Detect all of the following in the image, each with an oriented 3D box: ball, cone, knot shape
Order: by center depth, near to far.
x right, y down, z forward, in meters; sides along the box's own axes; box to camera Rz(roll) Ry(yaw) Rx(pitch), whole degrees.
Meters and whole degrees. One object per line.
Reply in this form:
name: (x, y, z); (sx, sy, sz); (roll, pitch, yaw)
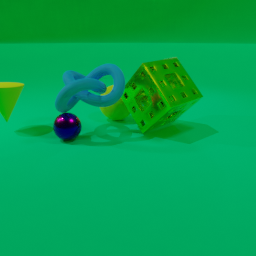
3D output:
ball: (-1.561, -0.038, 7.223); (0.724, 0.724, 0.724); (0, 19, 0)
knot shape: (-0.920, -1.067, 7.271); (1.767, 0.872, 1.888); (-6, 28, 16)
cone: (-3.397, -0.668, 7.757); (1.058, 1.062, 1.058); (2, 16, -1)
ball: (-0.356, -0.806, 8.878); (1.117, 1.117, 1.117); (0, 19, 0)

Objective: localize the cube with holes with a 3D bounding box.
cube with holes: (0.888, -0.917, 7.816); (1.378, 1.378, 1.378); (-20, -17, -39)
